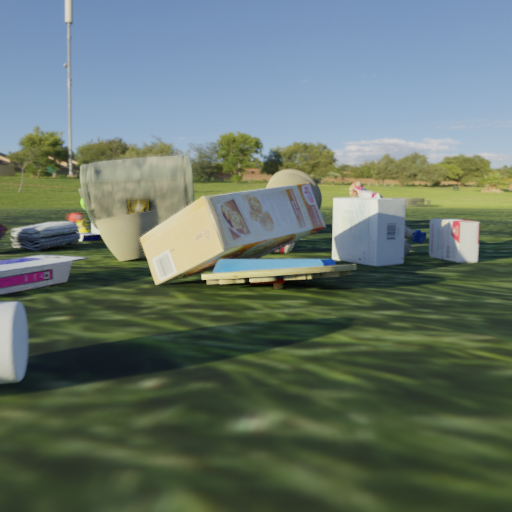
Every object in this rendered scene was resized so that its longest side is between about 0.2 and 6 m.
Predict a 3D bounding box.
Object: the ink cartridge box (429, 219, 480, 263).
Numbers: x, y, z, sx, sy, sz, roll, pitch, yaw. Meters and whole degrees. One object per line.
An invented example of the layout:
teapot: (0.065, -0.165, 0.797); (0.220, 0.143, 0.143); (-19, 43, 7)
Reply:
ink cartridge box: (3.414, -0.277, 9.704); (0.411, 0.708, 0.959); (-1, 7, -10)

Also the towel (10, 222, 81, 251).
towel: (-4.424, -0.397, 11.732); (1.195, 0.511, 0.990); (1, 12, 37)

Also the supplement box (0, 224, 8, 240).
supplement box: (-5.167, -0.381, 10.673); (0.392, 0.505, 0.915); (35, 4, -11)

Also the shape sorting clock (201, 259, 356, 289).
shape sorting clock: (0.270, 0.216, 6.759); (1.858, 0.364, 1.858); (0, 0, 0)

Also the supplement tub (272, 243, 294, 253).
supplement tub: (-0.084, -0.595, 10.709); (1.570, 1.102, 1.102); (0, 6, -5)

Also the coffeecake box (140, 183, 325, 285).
coffeecake box: (-0.278, -0.303, 7.211); (1.870, 0.683, 1.435); (-15, -8, -45)

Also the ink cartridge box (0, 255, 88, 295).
ink cartridge box: (-3.037, 0.227, 6.923); (0.870, 0.341, 1.837); (3, 9, 26)

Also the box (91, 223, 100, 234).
box: (-4.206, -0.873, 16.030); (0.730, 0.480, 0.734); (4, 8, 27)

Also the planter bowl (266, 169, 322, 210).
planter bowl: (1.038, -1.674, 18.328); (1.938, 1.938, 1.304); (3, 35, 25)

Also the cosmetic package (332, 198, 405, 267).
cosmetic package: (1.852, -0.428, 9.358); (0.664, 1.076, 1.080); (-4, 7, -32)

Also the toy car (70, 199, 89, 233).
toy car: (-4.560, -1.162, 14.680); (0.254, 1.071, 1.138); (13, 15, -40)

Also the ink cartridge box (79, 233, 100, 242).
ink cartridge box: (-4.247, -0.468, 13.765); (1.073, 0.199, 0.508); (2, 6, 39)

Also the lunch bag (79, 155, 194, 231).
lunch bag: (-2.840, -1.520, 13.986); (2.582, 1.851, 3.149); (-3, -7, -6)

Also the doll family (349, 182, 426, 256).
doll family: (2.174, -0.574, 10.424); (1.209, 0.877, 1.947); (31, -4, 46)

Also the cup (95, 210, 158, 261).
cup: (-2.142, -0.321, 9.562); (1.048, 0.749, 1.048); (-9, 4, 1)

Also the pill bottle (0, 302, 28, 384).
pill bottle: (-1.893, 0.502, 3.096); (1.113, 0.618, 0.618); (-1, 6, -13)
